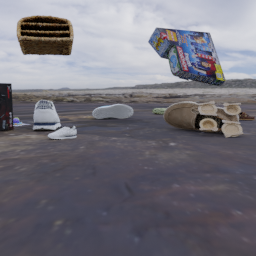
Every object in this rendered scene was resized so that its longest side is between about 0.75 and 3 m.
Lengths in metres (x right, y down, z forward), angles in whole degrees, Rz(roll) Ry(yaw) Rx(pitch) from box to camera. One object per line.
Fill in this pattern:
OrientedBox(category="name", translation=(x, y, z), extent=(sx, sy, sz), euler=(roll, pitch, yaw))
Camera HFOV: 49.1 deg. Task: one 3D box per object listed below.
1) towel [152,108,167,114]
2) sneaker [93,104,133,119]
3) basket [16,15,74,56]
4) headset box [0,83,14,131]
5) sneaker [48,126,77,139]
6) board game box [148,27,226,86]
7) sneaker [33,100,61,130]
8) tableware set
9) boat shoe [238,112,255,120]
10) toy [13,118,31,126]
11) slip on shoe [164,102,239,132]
OrientedBox(category="towel", translation=(3.039, -1.184, 19.927), extent=(2.274, 0.415, 1.687), euler=(5, 7, 40))
OrientedBox(category="sneaker", translation=(-0.882, -0.972, 16.043), extent=(2.313, 0.855, 0.948), euler=(-1, 11, -9))
OrientedBox(category="basket", translation=(-3.105, -3.673, 10.606), extent=(2.014, 1.437, 1.500), euler=(-3, -7, -14))
OrientedBox(category="headset box", translation=(-5.288, -0.711, 9.671), extent=(0.905, 1.743, 2.342), euler=(4, 7, 38))
OrientedBox(category="sneaker", translation=(-1.952, 0.144, 8.312), extent=(0.875, 0.352, 0.334), euler=(-6, 11, -34))
OrientedBox(category="board game box", translation=(2.277, -2.966, 11.356), extent=(2.766, 2.768, 0.854), euler=(8, -33, -20))
OrientedBox(category="sneaker", translation=(-3.245, -0.560, 11.249), extent=(1.062, 1.119, 2.781), euler=(-4, 5, -16))
OrientedBox(category="tableware set", translation=(2.961, -0.331, 9.045), extent=(1.358, 0.189, 1.626), euler=(3, 48, 12))
OrientedBox(category="boat shoe", translation=(6.060, -0.637, 14.872), extent=(1.309, 0.460, 0.461), euler=(2, 5, 3))
OrientedBox(category="toy", translation=(-5.137, -0.307, 12.446), extent=(1.397, 0.330, 0.804), euler=(3, 8, 29))
OrientedBox(category="slip on shoe", translation=(2.458, -0.320, 10.058), extent=(2.788, 1.060, 0.845), euler=(12, 23, 33))
